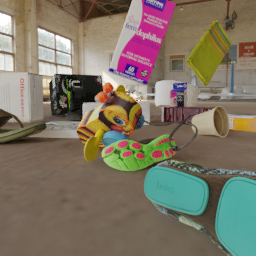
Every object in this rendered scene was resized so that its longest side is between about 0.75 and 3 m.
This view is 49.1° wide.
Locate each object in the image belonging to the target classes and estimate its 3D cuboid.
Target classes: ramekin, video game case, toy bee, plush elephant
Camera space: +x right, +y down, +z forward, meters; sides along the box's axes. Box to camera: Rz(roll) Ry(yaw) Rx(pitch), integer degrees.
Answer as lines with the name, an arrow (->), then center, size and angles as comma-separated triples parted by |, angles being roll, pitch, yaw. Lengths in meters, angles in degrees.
ramekin -> 2.960, -1.839, 17.303 | 2.765, 1.451, 2.765 | 10, -6, 1
video game case -> -1.601, 0.024, 8.488 | 2.419, 0.266, 2.205 | 1, 7, 10
toy bee -> -0.196, -0.251, 4.911 | 2.386, 1.297, 1.562 | -25, 36, 28
plush elephant -> -0.308, -1.080, 13.619 | 2.040, 1.680, 1.580 | -30, 42, 10

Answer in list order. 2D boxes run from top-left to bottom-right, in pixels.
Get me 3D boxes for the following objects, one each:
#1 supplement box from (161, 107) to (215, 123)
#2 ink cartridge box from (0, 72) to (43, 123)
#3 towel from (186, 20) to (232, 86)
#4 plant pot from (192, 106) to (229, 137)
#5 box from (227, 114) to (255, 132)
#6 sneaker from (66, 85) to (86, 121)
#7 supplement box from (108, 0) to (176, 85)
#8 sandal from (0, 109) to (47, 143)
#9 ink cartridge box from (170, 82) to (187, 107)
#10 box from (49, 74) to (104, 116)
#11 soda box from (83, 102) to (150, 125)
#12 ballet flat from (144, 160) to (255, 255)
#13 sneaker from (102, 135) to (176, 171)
supplement box -> 2.655, -0.562, 11.846 | 2.204, 0.671, 1.200 | 3, 7, 34
ink cartridge box -> -5.315, -1.342, 12.365 | 2.896, 2.104, 1.267 | 2, 7, 13
towel -> 2.920, -2.685, 9.804 | 0.241, 1.150, 2.673 | -23, 26, 53
plant pot -> 2.283, -0.131, 7.911 | 0.871, 0.871, 0.797 | -6, -3, -43
box -> 3.911, -0.189, 9.603 | 2.370, 0.491, 1.411 | 8, 10, 35
sneaker -> -2.469, -1.278, 13.577 | 0.876, 1.522, 2.918 | 3, 10, -9
supplement box -> 0.454, -3.174, 10.176 | 1.472, 2.909, 1.503 | 19, 8, -4
sandal -> -3.477, -0.078, 6.981 | 2.841, 0.811, 1.128 | 1, 7, 8
ink cartridge box -> 2.449, -1.293, 13.514 | 0.327, 1.762, 0.834 | -6, 8, -44
box -> -2.884, -1.839, 15.800 | 2.706, 2.010, 1.682 | -3, -9, -27
soda box -> -0.469, -0.563, 10.964 | 2.569, 0.875, 0.818 | -1, 7, -9
ballet flat -> 0.825, 0.612, 2.150 | 0.655, 0.655, 1.763 | -3, 11, -28
sneaker -> 0.179, 0.434, 4.537 | 1.335, 0.512, 0.559 | -4, -15, -31
